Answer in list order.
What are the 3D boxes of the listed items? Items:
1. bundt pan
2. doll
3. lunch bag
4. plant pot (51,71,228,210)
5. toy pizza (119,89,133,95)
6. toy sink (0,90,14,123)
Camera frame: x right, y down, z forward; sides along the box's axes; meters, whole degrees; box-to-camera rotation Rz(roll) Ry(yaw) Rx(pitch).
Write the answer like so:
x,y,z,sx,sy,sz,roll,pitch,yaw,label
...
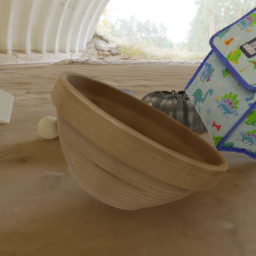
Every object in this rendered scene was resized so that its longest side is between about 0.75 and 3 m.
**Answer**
x,y,z,sx,sy,sz,roll,pitch,yaw,label
1.501,-0.606,8.680,2.570,0.965,2.570,0,16,0,bundt pan
-0.847,-0.203,7.249,2.938,0.712,2.005,-6,-8,-4,doll
2.491,-0.979,5.584,1.590,2.495,2.122,13,39,-25,lunch bag
-0.016,0.302,4.085,2.602,1.201,2.602,27,14,-7,plant pot
-0.747,-1.631,13.597,1.957,0.310,1.957,1,15,0,toy pizza
-4.410,-0.812,8.179,1.142,0.982,1.752,4,-9,16,toy sink
